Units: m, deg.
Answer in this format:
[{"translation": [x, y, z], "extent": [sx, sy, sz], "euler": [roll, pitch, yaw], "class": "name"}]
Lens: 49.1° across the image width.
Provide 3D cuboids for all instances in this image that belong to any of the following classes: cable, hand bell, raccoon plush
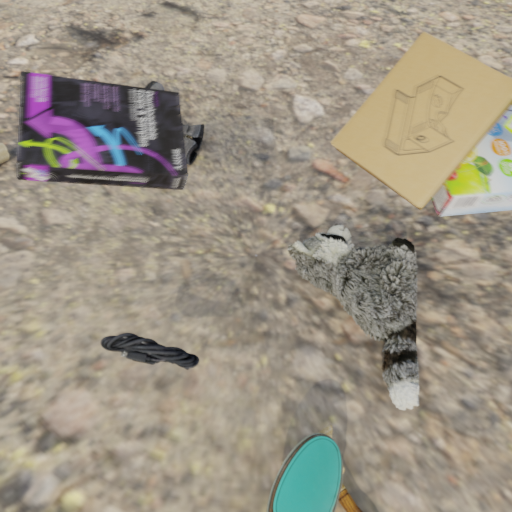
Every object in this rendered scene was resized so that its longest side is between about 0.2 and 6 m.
[{"translation": [-1.418, 1.272, 7.646], "extent": [1.316, 1.074, 0.334], "euler": [12, 70, 8], "class": "cable"}, {"translation": [1.231, 3.346, 7.741], "extent": [0.918, 0.918, 1.763], "euler": [-29, 65, -24], "class": "hand bell"}, {"translation": [1.585, 0.830, 9.532], "extent": [2.202, 1.590, 3.286], "euler": [0, 47, 11], "class": "raccoon plush"}]

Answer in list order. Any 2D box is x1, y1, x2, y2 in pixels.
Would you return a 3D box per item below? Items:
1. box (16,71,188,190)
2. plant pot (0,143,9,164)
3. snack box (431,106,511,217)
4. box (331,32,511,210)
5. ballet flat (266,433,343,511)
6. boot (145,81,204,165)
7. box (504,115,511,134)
[{"translation": [-1.857, -1.520, 6.859], "extent": [1.950, 0.352, 1.394], "euler": [2, 62, -22], "class": "box"}, {"translation": [-6.132, -2.344, 13.044], "extent": [0.650, 0.650, 0.595], "euler": [32, 43, 26], "class": "plant pot"}, {"translation": [3.835, -1.558, 8.871], "extent": [2.371, 0.628, 1.686], "euler": [-5, 63, -8], "class": "snack box"}, {"translation": [2.430, -2.002, 8.182], "extent": [1.770, 0.230, 2.165], "euler": [43, 97, 28], "class": "box"}, {"translation": [0.431, 3.590, 7.190], "extent": [0.885, 0.837, 2.626], "euler": [22, 59, -2], "class": "ballet flat"}, {"translation": [-2.059, -3.202, 13.732], "extent": [1.702, 0.902, 2.585], "euler": [6, 58, 1], "class": "boot"}, {"translation": [4.194, -1.904, 7.466], "extent": [1.503, 0.917, 0.358], "euler": [5, 41, -21], "class": "box"}]
